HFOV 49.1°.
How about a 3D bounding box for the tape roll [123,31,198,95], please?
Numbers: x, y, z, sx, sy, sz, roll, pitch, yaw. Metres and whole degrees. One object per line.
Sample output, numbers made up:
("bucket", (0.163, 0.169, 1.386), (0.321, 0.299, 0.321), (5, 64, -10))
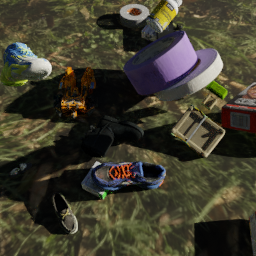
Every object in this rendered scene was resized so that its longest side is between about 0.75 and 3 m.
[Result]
("tape roll", (1.291, -2.661, 11.430), (2.830, 1.202, 2.830), (-28, 24, 14))

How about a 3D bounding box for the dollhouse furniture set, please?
("dollhouse furniture set", (2.972, -0.266, 10.690), (1.645, 1.260, 2.511), (38, 90, 9))

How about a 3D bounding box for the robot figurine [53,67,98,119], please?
("robot figurine", (-2.167, -1.487, 11.766), (1.841, 0.739, 2.539), (-1, 53, 1))

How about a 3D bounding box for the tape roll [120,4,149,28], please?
("tape roll", (0.350, -6.173, 15.441), (1.602, 0.529, 1.602), (0, 53, -1))

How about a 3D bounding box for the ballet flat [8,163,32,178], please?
("ballet flat", (-3.801, 1.454, 9.826), (0.864, 0.316, 0.316), (-32, 59, -22))

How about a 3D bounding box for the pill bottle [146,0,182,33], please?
("pill bottle", (1.266, -4.000, 9.690), (0.709, 0.709, 1.266), (40, 92, 26))

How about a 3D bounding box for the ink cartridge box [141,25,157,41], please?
("ink cartridge box", (1.245, -4.925, 14.580), (0.925, 0.389, 0.673), (23, 56, 15))

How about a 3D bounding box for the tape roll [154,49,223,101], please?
("tape roll", (2.319, -2.183, 11.366), (2.990, 0.546, 2.990), (-28, 24, 14))

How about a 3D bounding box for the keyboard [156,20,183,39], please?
("keyboard", (2.159, -5.079, 14.545), (1.620, 0.263, 2.549), (14, 53, -15))

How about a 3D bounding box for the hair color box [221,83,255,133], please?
("hair color box", (3.637, -0.633, 7.937), (1.082, 0.653, 2.132), (14, 34, 42))

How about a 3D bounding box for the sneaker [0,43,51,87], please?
("sneaker", (-3.584, -2.305, 9.440), (2.797, 1.059, 1.469), (-4, 88, 41))

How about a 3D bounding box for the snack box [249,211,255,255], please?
("snack box", (4.524, 3.555, 7.977), (1.735, 0.696, 2.058), (7, 52, 4))

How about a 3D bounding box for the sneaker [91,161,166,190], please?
("sneaker", (0.077, 1.414, 9.022), (2.531, 0.993, 0.954), (1, 60, -19))

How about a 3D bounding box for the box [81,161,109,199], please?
("box", (-0.960, 1.767, 9.491), (0.846, 0.464, 0.959), (25, 58, 16))

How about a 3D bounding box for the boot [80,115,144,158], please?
("boot", (-0.634, 0.424, 10.326), (2.009, 0.743, 1.646), (18, 53, 22))

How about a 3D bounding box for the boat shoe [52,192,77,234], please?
("boat shoe", (-2.036, 2.664, 8.826), (0.501, 0.423, 1.406), (-27, 57, -19))

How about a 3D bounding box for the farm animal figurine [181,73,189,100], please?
("farm animal figurine", (2.451, -1.778, 12.179), (1.067, 0.537, 0.862), (-37, 80, -28))
